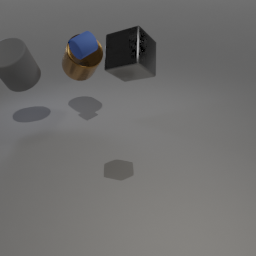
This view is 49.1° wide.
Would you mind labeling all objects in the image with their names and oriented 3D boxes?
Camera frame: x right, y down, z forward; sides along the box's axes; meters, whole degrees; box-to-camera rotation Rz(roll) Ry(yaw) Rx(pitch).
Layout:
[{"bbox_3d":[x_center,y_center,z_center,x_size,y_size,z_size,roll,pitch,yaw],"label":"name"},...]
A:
[{"bbox_3d":[-1.838,-2.767,11.136,1.400,1.400,1.400,-14,-7,-23],"label":"cylinder"},{"bbox_3d":[-1.481,-2.752,9.302,0.700,0.700,0.700,-39,44,-25],"label":"cylinder"},{"bbox_3d":[0.058,-1.322,5.130,0.700,0.700,0.700,-4,-11,31],"label":"cube"},{"bbox_3d":[-4.096,-2.272,10.171,1.400,1.400,1.400,-4,59,7],"label":"cylinder"}]
